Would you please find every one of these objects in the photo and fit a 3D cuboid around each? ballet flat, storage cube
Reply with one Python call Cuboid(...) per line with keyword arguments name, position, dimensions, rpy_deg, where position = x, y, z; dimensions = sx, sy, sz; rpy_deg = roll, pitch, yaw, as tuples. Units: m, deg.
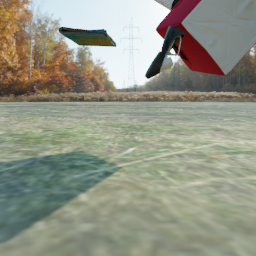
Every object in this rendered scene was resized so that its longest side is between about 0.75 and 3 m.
Cuboid(name="ballet flat", position=(0.758, -1.444, 5.495), dimensions=(0.410, 1.200, 0.408), rpy_deg=(26, -3, 9))
Cuboid(name="storage cube", position=(2.035, -2.528, 6.867), dimensions=(1.679, 1.964, 1.765), rpy_deg=(42, 3, -19))

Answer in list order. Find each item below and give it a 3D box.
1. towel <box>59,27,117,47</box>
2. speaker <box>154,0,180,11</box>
Cuboid(name="towel", position=(-1.551, -3.704, 11.537), dimensions=(1.880, 0.278, 2.563), rpy_deg=(5, 7, 7))
Cuboid(name="speaker", position=(1.058, -4.170, 8.724), dimensions=(0.590, 0.590, 1.454), rpy_deg=(-8, 45, -49))
